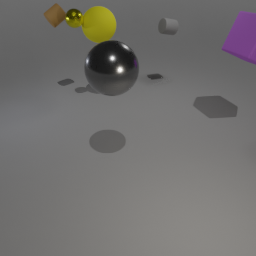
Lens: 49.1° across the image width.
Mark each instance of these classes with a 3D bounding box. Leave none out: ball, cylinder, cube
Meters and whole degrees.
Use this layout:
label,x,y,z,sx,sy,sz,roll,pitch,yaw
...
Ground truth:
label,x,y,z,sx,sy,sz,roll,pitch,yaw
ball,-0.414,-1.519,7.175,1.400,1.400,1.400,0,32,0
ball,-1.178,-4.179,11.357,1.400,1.400,1.400,0,32,0
cylinder,1.884,-4.744,13.112,0.700,0.700,0.700,-3,30,-29
ball,-2.056,-4.200,10.733,0.700,0.700,0.700,0,32,0
cylinder,-3.036,-4.704,11.719,0.700,0.700,0.700,-43,43,-6
cube,4.425,-2.995,9.615,1.400,1.400,1.400,12,21,-30
